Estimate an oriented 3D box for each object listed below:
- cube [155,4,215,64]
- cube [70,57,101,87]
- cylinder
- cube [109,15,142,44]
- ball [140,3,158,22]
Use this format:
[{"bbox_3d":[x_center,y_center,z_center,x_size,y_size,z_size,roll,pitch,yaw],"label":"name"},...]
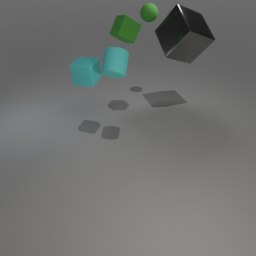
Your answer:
[{"bbox_3d":[2.130,-3.523,10.658,1.400,1.400,1.400,2,59,-37],"label":"cube"},{"bbox_3d":[-1.329,-1.782,8.873,0.700,0.700,0.700,8,39,16],"label":"cube"},{"bbox_3d":[-0.367,-1.849,7.969,0.700,0.700,0.700,8,-5,1],"label":"cylinder"},{"bbox_3d":[-0.093,-3.389,9.634,0.700,0.700,0.700,19,7,-34],"label":"cube"},{"bbox_3d":[0.831,-4.520,10.987,0.700,0.700,0.700,0,31,0],"label":"ball"}]
